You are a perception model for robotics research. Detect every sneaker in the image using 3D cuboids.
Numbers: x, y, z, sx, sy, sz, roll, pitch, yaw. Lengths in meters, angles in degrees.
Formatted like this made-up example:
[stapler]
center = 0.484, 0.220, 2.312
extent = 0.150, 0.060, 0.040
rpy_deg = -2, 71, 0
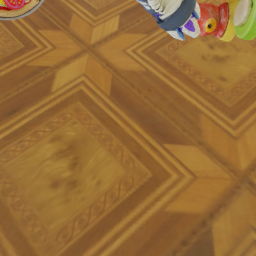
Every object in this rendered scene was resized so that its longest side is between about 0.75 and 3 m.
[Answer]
[sneaker]
center = 0.720, -2.171, 4.641
extent = 1.693, 0.931, 2.312
rpy_deg = 37, 18, -15

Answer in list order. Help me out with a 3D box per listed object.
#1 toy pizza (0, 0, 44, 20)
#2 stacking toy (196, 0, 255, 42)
[toy pizza]
center = -2.849, -3.783, 6.294
extent = 2.581, 2.581, 0.409
rpy_deg = -38, 43, -22
[stacking toy]
center = 2.092, -3.017, 5.918
extent = 1.033, 2.446, 2.214
rpy_deg = 3, 26, -2
